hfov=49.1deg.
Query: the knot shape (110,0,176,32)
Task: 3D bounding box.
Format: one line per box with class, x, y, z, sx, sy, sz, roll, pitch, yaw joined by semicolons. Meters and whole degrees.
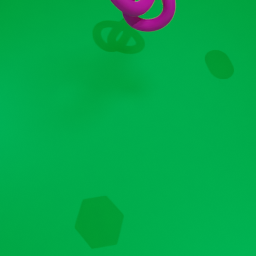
knot shape;0.231;-2.952;5.906;1.727;1.846;0.853;-13;37;-34
